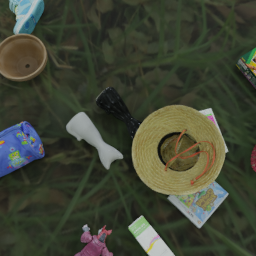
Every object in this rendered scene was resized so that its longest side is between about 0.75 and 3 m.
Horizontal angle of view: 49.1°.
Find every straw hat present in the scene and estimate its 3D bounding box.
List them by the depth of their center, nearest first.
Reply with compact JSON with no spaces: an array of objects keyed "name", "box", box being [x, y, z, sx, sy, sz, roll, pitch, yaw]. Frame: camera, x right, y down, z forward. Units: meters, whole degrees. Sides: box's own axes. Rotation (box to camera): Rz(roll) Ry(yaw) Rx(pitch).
[{"name":"straw hat","box":[1.500,0.712,7.932,2.620,1.109,2.620,-9,72,28]}]

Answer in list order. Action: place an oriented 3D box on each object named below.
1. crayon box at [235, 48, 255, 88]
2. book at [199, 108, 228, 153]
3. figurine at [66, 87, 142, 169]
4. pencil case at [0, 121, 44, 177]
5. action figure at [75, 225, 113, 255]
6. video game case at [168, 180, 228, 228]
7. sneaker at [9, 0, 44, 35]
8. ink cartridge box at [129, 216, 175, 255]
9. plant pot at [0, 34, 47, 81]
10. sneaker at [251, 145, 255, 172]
[{"name":"crayon box","box":[4.614,-1.918,9.085,1.420,0.480,1.646,-32,76,-9]},{"name":"book","box":[2.351,0.184,8.576,0.959,0.345,1.435,-15,75,-6]},{"name":"figurine","box":[-0.554,0.037,8.416,1.910,0.822,1.864,-43,82,-10]},{"name":"pencil case","box":[-3.933,0.856,7.884,2.958,1.285,1.154,-24,53,-8]},{"name":"action figure","box":[-1.053,3.274,7.249,1.157,1.286,1.727,31,90,14]},{"name":"video game case","box":[2.034,1.977,8.138,1.208,0.146,1.327,43,78,11]},{"name":"sneaker","box":[-3.705,-3.856,9.575,1.088,0.663,1.667,20,66,4]},{"name":"ink cartridge box","box":[0.683,3.100,7.415,0.517,0.899,1.535,-39,77,-10]},{"name":"plant pot","box":[-3.340,-2.142,9.021,1.600,0.738,1.600,0,74,1]},{"name":"sneaker","box":[4.236,0.527,8.255,0.686,0.741,1.838,30,76,6]}]
